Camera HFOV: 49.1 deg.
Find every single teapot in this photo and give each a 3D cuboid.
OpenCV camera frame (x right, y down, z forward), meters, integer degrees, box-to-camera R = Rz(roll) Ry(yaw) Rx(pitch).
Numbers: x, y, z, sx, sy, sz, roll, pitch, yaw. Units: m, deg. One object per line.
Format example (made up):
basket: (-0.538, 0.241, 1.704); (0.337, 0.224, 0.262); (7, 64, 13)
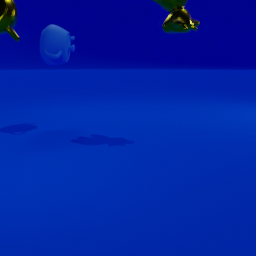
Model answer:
teapot: (-2.060, -2.472, 8.408); (0.929, 1.179, 1.896); (7, 35, -2)
teapot: (-3.765, -3.296, 7.998); (1.259, 2.025, 0.991); (-38, -2, -1)

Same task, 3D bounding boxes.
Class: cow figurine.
cow figurine: (1.186, -3.097, 6.671); (0.867, 1.579, 1.553); (-12, 48, -33)
